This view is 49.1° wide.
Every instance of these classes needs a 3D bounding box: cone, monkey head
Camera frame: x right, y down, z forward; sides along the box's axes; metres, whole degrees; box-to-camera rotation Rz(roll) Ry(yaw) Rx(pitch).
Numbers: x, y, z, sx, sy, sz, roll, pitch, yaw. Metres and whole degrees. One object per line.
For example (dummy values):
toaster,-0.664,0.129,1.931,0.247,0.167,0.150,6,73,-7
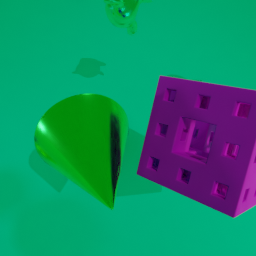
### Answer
cone,-0.356,0.435,3.122,1.212,1.212,1.217,-19,40,-11
monkey head,0.017,-2.346,5.484,0.878,1.221,0.736,7,81,25

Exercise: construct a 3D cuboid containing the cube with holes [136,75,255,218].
cube with holes,1.111,0.160,3.579,1.273,1.273,1.273,18,98,38
